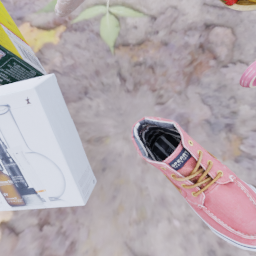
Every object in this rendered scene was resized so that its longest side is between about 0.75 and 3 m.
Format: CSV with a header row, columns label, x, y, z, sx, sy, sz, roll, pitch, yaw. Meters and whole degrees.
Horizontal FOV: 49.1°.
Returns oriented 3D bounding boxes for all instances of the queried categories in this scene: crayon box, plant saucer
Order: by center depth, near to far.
label,x,y,z,sx,sy,sz,roll,pitch,yaw
crayon box,-2.667,-1.937,5.102,0.681,1.701,2.679,-36,72,5
plant saucer,2.549,-1.056,5.405,0.807,0.807,0.204,-26,62,-8

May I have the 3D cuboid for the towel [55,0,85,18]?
label,x,y,z,sx,sy,sz,roll,pitch,yaw
towel,-0.487,-3.226,5.391,0.370,2.298,2.195,45,77,-15

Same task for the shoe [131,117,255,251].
label,x,y,z,sx,sy,sz,roll,pitch,yaw
shoe,1.032,0.751,4.286,0.920,1.171,2.575,-49,47,4

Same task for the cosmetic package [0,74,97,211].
label,x,y,z,sx,sy,sz,roll,pitch,yaw
cosmetic package,-2.105,0.397,4.612,2.674,0.691,2.016,-9,113,18

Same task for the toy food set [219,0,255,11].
label,x,y,z,sx,sy,sz,roll,pitch,yaw
toy food set,2.423,-3.018,5.141,1.756,0.432,1.774,19,90,34
